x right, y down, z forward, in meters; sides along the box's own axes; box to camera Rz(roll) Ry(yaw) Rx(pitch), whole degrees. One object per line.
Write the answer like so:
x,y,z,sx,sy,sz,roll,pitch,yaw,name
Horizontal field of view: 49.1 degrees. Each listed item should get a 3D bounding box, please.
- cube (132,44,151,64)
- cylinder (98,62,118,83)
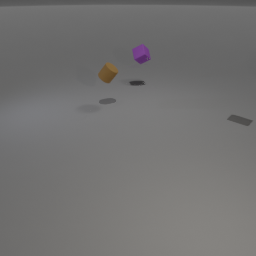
0.747,-4.069,15.462,0.700,0.700,0.700,-21,-22,28,cube
-0.922,-2.556,13.013,0.700,0.700,0.700,31,31,-21,cylinder
